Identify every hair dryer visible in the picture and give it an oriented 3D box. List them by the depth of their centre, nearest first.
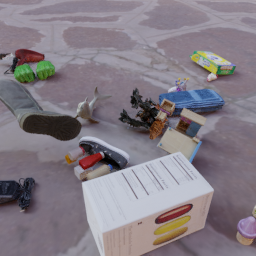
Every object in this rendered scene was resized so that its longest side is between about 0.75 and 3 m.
[{"bbox_3d":[-5.588,-3.517,14.881,2.388,0.649,1.819,-27,62,-23],"label":"hair dryer"}]

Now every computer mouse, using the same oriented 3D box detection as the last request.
[{"bbox_3d":[-3.595,1.904,8.012,1.668,0.440,1.155,6,35,-12],"label":"computer mouse"}]

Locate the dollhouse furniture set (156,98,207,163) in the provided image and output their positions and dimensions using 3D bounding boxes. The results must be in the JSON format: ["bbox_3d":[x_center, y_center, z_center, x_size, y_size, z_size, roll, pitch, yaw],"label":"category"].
[{"bbox_3d":[1.509,0.353,9.493,1.761,1.217,1.865,27,66,11],"label":"dollhouse furniture set"}]

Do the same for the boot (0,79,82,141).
[{"bbox_3d":[-2.859,-0.594,8.681,2.437,0.884,2.216,32,8,40],"label":"boot"}]

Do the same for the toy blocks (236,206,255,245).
[{"bbox_3d":[4.202,1.879,6.286,2.890,2.433,2.701,-31,46,-32],"label":"toy blocks"}]

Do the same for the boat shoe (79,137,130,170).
[{"bbox_3d":[-0.888,0.872,9.147,1.892,0.661,0.627,23,42,15],"label":"boat shoe"}]

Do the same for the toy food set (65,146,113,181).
[{"bbox_3d":[-1.116,1.139,8.552,0.832,0.883,1.850,-26,47,-31],"label":"toy food set"}]

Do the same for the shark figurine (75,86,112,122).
[{"bbox_3d":[-1.400,-0.667,11.121,0.977,1.399,2.341,32,24,0],"label":"shark figurine"}]

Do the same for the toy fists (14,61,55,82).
[{"bbox_3d":[-4.532,-2.714,13.640,1.959,0.674,0.999,-13,33,-14],"label":"toy fists"}]

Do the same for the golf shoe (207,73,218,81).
[{"bbox_3d":[4.107,-2.467,13.610,0.366,0.301,0.800,27,46,25],"label":"golf shoe"}]

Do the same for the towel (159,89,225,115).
[{"bbox_3d":[2.573,-1.146,11.584,2.461,0.597,1.374,-7,34,-7],"label":"towel"}]

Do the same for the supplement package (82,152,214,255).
[{"bbox_3d":[0.453,1.941,6.962,2.758,1.569,1.511,-16,40,-18],"label":"supplement package"}]

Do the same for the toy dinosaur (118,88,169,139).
[{"bbox_3d":[0.793,-0.472,10.230,1.819,1.369,2.680,24,6,-14],"label":"toy dinosaur"}]

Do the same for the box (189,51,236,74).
[{"bbox_3d":[4.301,-3.452,14.479,1.309,0.539,2.230,-6,35,-30],"label":"box"}]

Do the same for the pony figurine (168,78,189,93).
[{"bbox_3d":[2.293,-1.760,12.350,0.903,0.935,0.779,-25,55,-9],"label":"pony figurine"}]
